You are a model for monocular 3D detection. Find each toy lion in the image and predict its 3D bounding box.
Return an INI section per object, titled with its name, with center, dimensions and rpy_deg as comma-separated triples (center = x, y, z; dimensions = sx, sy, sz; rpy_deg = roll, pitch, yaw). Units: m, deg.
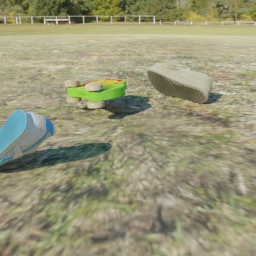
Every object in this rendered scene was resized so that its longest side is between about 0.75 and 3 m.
[toy lion]
center = -0.784, -1.200, 8.556
dimensions = 1.932, 0.692, 2.015
rpy_deg = -17, 22, -35

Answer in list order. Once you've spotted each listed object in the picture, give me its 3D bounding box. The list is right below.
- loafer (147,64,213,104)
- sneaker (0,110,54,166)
[loafer]
center = 1.877, -1.707, 10.214
dimensions = 2.776, 1.050, 0.948
rpy_deg = 30, 61, 35
[sneaker]
center = -2.145, 0.328, 5.217
dimensions = 1.811, 0.693, 0.732
rpy_deg = -28, -26, 29
